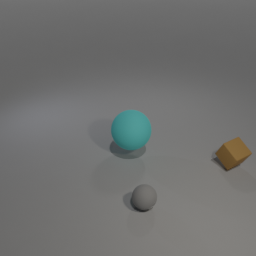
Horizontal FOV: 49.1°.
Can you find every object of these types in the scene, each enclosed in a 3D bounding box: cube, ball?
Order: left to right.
[{"bbox_3d":[0.112,0.069,9.715,1.400,1.400,1.400,0,29,0],"label":"ball"},{"bbox_3d":[0.457,1.915,7.784,0.700,0.700,0.700,0,29,0],"label":"ball"},{"bbox_3d":[3.486,0.844,9.290,0.700,0.700,0.700,-20,62,-22],"label":"cube"}]
